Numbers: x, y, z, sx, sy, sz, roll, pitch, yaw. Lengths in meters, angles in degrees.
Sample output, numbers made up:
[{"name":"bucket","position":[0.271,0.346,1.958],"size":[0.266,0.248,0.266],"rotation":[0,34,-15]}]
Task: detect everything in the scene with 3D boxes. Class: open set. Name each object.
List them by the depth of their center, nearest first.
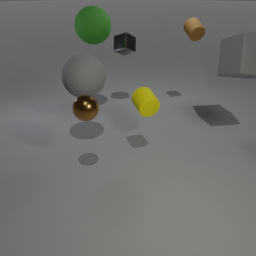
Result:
[{"name":"ball","position":[-1.109,-0.524,7.346],"size":[0.700,0.700,0.700],"rotation":[0,28,0]},{"name":"cylinder","position":[0.550,-0.820,8.797],"size":[0.700,0.700,0.700],"rotation":[-10,44,-18]},{"name":"ball","position":[-1.411,-1.654,8.977],"size":[1.400,1.400,1.400],"rotation":[0,28,0]},{"name":"cube","position":[4.242,-2.534,9.994],"size":[1.400,1.400,1.400],"rotation":[2,7,-16]},{"name":"ball","position":[-1.341,-3.927,10.731],"size":[1.400,1.400,1.400],"rotation":[0,28,0]},{"name":"cylinder","position":[2.788,-4.144,11.773],"size":[0.700,0.700,0.700],"rotation":[-8,55,-15]},{"name":"cube","position":[-0.139,-3.616,12.113],"size":[0.700,0.700,0.700],"rotation":[-3,-6,38]}]
